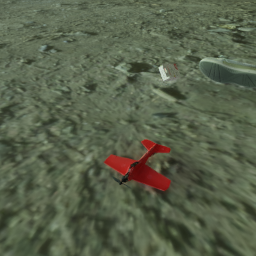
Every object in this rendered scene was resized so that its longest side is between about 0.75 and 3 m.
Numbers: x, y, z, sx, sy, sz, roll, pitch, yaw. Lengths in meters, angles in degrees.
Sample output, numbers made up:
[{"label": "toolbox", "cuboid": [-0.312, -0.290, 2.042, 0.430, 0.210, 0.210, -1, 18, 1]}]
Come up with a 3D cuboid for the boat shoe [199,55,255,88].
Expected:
[{"label": "boat shoe", "cuboid": [3.471, -1.956, 9.411, 2.125, 0.783, 0.681, 18, 55, 25]}]

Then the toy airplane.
[{"label": "toy airplane", "cuboid": [0.313, 0.696, 5.725, 1.557, 0.286, 1.557, -2, 32, 1]}]

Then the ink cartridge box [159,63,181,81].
[{"label": "ink cartridge box", "cuboid": [1.356, -1.868, 9.394, 0.296, 0.510, 0.876, -26, -10, 41]}]
